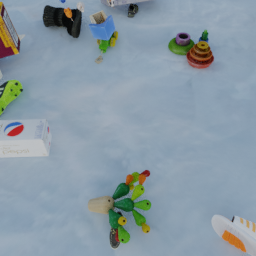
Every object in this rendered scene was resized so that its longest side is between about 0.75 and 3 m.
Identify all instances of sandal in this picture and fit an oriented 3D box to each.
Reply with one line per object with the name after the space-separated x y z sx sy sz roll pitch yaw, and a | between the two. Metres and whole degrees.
2.717 2.411 6.106 1.872 0.717 0.536 33 56 14 | sandal

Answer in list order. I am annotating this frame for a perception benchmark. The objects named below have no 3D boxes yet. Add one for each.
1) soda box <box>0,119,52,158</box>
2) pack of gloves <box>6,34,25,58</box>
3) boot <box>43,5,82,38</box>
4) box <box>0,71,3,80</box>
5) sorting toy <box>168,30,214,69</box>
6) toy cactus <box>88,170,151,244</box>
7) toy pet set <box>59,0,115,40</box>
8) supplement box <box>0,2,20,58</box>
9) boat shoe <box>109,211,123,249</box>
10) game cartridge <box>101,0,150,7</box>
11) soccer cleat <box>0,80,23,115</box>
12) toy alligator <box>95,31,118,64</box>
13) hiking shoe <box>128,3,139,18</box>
-3.388 0.307 7.717 2.363 0.805 0.752 -1 50 -2 | soda box
-4.893 -3.128 10.995 1.317 0.309 1.568 1 46 15 | pack of gloves
-2.754 -4.396 11.585 1.586 0.798 2.121 2 39 -7 | boot
-5.103 -1.910 9.710 1.234 0.586 0.480 6 50 3 | box
2.485 -3.161 10.545 1.278 0.873 2.127 -25 54 -19 | sorting toy
-0.160 1.811 6.598 1.533 0.950 1.858 -6 51 19 | toy cactus
-0.949 -3.172 7.907 1.450 1.354 0.770 -24 59 -2 | toy pet set
-5.468 -3.178 9.849 2.787 1.538 1.193 -16 45 -4 | supplement box
-0.267 2.325 6.409 0.292 0.246 0.818 5 51 4 | boat shoe
0.192 -6.093 12.924 2.696 0.517 1.748 -14 28 -12 | game cartridge
-4.187 -0.844 8.871 0.791 0.659 1.951 11 49 35 | soccer cleat
-0.877 -3.459 10.953 0.683 0.625 2.305 9 51 8 | toy alligator
0.253 -5.417 12.662 0.372 0.495 0.983 12 51 10 | hiking shoe
